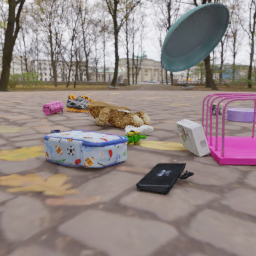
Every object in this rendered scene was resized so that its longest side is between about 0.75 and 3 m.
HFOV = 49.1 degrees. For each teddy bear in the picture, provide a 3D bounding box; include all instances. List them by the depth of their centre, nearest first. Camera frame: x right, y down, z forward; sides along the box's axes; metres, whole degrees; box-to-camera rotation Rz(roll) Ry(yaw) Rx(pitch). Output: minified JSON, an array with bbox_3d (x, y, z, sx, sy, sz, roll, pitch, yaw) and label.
[{"bbox_3d":[-0.394,-0.375,11.207,2.707,0.904,1.963,9,18,9],"label":"teddy bear"}]

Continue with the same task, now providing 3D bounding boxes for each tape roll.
[{"bbox_3d":[5.460,-0.621,13.172,1.517,0.498,1.517,1,10,0],"label":"tape roll"}]

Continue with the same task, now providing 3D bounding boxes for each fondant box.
[{"bbox_3d":[1.652,0.227,7.237,0.308,0.764,1.059,-22,13,-8],"label":"fondant box"}]

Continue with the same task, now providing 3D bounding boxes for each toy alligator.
[{"bbox_3d":[-0.001,0.308,8.077,1.226,0.363,0.333,-8,12,-39],"label":"toy alligator"}]

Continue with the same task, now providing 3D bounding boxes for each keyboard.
[{"bbox_3d":[0.768,0.904,5.198,0.847,0.181,1.410,-3,9,23],"label":"keyboard"}]

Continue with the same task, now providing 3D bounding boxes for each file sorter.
[{"bbox_3d":[2.897,-0.114,7.152,1.671,1.508,2.404,0,10,3],"label":"file sorter"}]

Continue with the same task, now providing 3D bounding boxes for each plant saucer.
[{"bbox_3d":[1.975,-2.811,8.663,2.487,2.487,0.447,-8,55,-40],"label":"plant saucer"}]

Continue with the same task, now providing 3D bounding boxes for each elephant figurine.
[{"bbox_3d":[4.803,-0.925,15.084,0.638,0.699,0.901,42,7,-22],"label":"elephant figurine"}]

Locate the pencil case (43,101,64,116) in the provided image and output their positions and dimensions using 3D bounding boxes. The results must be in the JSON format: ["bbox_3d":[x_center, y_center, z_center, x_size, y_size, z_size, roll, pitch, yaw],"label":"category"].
[{"bbox_3d":[-4.106,-1.059,15.362,0.684,0.706,1.506,47,17,3],"label":"pencil case"}]

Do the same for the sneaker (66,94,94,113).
[{"bbox_3d":[-2.503,-1.431,16.459,2.600,1.004,1.018,4,9,16],"label":"sneaker"}]

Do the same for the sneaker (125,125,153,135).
[{"bbox_3d":[0.380,0.124,9.416,0.961,0.361,0.390,-3,22,-2],"label":"sneaker"}]

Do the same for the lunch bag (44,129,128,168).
[{"bbox_3d":[-0.987,0.421,6.540,1.831,0.692,1.467,8,11,35],"label":"lunch bag"}]
